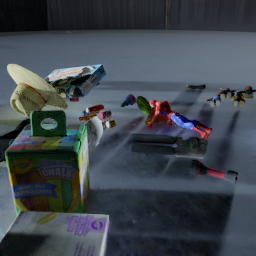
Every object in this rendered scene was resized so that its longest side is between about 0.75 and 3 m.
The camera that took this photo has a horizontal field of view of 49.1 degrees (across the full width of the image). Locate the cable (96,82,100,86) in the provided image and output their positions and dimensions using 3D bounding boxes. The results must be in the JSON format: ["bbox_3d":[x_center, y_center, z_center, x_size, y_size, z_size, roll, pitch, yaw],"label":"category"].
[{"bbox_3d":[-2.525,-2.524,14.479,2.126,0.540,1.735,14,27,29],"label":"cable"}]

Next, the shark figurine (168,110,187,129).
[{"bbox_3d":[1.638,-0.357,9.695,0.695,0.486,1.164,0,22,3],"label":"shark figurine"}]

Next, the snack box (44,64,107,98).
[{"bbox_3d":[-2.229,-1.735,10.562,2.558,0.475,1.486,2,42,34],"label":"snack box"}]

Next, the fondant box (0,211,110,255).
[{"bbox_3d":[-1.176,1.924,4.525,1.624,0.473,1.172,3,24,4],"label":"fondant box"}]

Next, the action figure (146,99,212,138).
[{"bbox_3d":[1.472,-0.107,9.022,2.168,1.073,0.707,38,36,21],"label":"action figure"}]

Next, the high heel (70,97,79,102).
[{"bbox_3d":[-3.014,-1.655,11.780,2.018,0.970,0.680,1,35,-6],"label":"high heel"}]

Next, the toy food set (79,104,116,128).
[{"bbox_3d":[-1.075,-0.370,9.421,0.651,0.691,1.448,-16,28,-32],"label":"toy food set"}]

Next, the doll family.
[{"bbox_3d":[4.218,-1.295,11.478,1.973,0.774,1.140,6,29,19],"label":"doll family"}]

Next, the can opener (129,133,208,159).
[{"bbox_3d":[1.127,0.511,7.811,2.168,0.571,0.721,4,-11,5],"label":"can opener"}]

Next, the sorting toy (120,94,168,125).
[{"bbox_3d":[0.452,-0.631,10.288,0.777,0.782,2.256,-37,40,-19],"label":"sorting toy"}]

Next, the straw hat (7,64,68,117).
[{"bbox_3d":[-3.550,-1.016,10.035,2.637,2.637,1.116,16,68,33],"label":"straw hat"}]

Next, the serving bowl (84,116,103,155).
[{"bbox_3d":[-1.152,0.458,6.901,0.525,1.595,1.595,44,32,1],"label":"serving bowl"}]

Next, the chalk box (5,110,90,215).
[{"bbox_3d":[-1.459,0.665,5.415,1.266,2.034,1.259,-1,24,0],"label":"chalk box"}]

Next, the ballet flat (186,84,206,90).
[{"bbox_3d":[3.326,-2.064,13.763,0.955,0.271,0.317,7,25,15],"label":"ballet flat"}]

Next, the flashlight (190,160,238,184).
[{"bbox_3d":[2.033,1.033,6.663,1.075,0.365,0.364,11,23,27],"label":"flashlight"}]

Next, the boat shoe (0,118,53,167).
[{"bbox_3d":[-2.836,0.170,7.934,0.959,0.851,2.566,9,22,22],"label":"boat shoe"}]
